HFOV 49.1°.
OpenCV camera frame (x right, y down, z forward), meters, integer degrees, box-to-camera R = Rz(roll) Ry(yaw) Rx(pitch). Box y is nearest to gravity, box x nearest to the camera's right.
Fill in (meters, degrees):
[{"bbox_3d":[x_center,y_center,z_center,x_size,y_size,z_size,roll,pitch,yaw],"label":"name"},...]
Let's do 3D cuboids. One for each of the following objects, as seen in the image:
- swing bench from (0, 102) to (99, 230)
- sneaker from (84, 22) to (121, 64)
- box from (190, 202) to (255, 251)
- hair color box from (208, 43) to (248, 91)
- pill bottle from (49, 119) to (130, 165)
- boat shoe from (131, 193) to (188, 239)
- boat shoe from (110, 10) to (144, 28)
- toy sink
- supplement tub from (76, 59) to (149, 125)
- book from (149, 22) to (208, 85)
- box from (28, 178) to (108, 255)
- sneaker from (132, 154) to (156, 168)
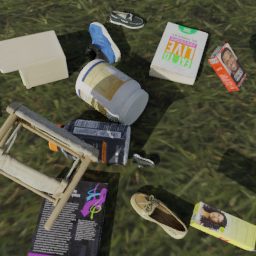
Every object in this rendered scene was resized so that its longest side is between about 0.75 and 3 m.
[{"bbox_3d":[-2.242,0.828,6.979,2.259,1.474,2.272,32,96,-10],"label":"swing bench"},{"bbox_3d":[-1.453,-3.712,12.430,1.317,0.908,2.367,-24,69,-23],"label":"sneaker"},{"bbox_3d":[2.524,2.564,7.276,1.687,0.423,0.635,22,62,2],"label":"box"},{"bbox_3d":[2.597,-1.552,7.241,1.114,0.341,0.566,46,68,-23],"label":"hair color box"},{"bbox_3d":[-1.319,0.453,9.767,2.688,1.428,1.428,6,61,4],"label":"pill bottle"},{"bbox_3d":[1.001,2.698,8.935,2.045,0.641,0.749,30,65,16],"label":"boat shoe"},{"bbox_3d":[-0.056,-5.275,13.547,1.719,0.519,0.650,9,61,5],"label":"boat shoe"},{"bbox_3d":[-3.954,-2.740,11.612,2.499,1.400,1.629,-19,62,-16],"label":"toy sink"},{"bbox_3d":[-0.592,-1.319,10.595,2.388,1.724,1.724,36,67,18],"label":"supplement tub"},{"bbox_3d":[2.302,-3.338,12.442,1.953,0.702,2.923,17,60,6],"label":"book"},{"bbox_3d":[-1.807,3.048,8.824,2.036,0.514,2.847,6,62,3],"label":"box"},{"bbox_3d":[0.528,1.266,9.966,0.911,0.303,0.412,23,66,17],"label":"sneaker"}]
